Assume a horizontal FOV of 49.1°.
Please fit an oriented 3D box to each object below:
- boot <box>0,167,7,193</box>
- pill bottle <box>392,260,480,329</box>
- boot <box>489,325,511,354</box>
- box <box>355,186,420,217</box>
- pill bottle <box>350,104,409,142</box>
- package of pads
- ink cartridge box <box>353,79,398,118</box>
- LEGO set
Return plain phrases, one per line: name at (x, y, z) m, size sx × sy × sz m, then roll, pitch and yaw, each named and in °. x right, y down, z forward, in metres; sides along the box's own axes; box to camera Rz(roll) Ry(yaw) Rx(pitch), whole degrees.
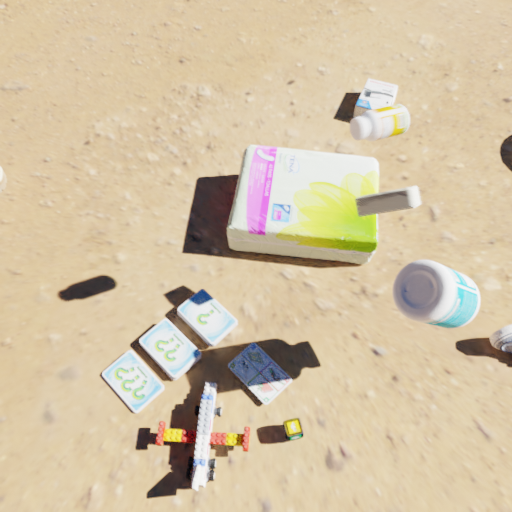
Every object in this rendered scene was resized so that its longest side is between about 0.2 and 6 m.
boot at (-7.068, -1.748, 11.374) m, size 3.275 × 1.756 × 1.229 m, roll -17°, pitch 59°, yaw -9°
pill bottle at (2.652, 0.592, 8.023) m, size 0.850 × 1.534 × 0.850 m, roll -12°, pitch 71°, yaw 38°
boot at (5.122, 1.653, 9.666) m, size 1.956 × 0.712 × 0.884 m, roll -3°, pitch 51°, yaw -3°
box at (1.955, -0.809, 8.356) m, size 0.877 × 0.300 × 0.360 m, roll -8°, pitch 9°, yaw 33°
pill bottle at (1.620, -1.743, 7.403) m, size 0.725 × 0.403 × 0.403 m, roll -17°, pitch 57°, yaw -21°
package of pads at (1.007, -1.096, 11.370) m, size 2.898 × 0.988 × 2.239 m, roll 7°, pitch 58°, yaw 4°
ink cartridge box at (2.868, -3.694, 13.438) m, size 0.767 × 0.447 × 1.061 m, roll 19°, pitch 58°, yaw 12°
LEGO set at (-0.786, 2.196, 9.316) m, size 2.414 × 0.793 × 3.231 m, roll -39°, pitch 65°, yaw -19°
